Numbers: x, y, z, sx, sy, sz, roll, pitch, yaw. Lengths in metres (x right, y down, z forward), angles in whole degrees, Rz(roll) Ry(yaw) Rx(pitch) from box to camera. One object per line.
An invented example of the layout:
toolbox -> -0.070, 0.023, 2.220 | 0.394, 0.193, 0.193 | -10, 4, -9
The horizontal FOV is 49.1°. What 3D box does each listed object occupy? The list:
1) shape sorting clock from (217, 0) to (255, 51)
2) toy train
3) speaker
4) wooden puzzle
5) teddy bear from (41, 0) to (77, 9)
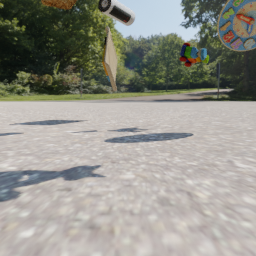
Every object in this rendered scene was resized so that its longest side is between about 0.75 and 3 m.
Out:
shape sorting clock -> 3.264, -2.876, 7.465 | 1.767, 1.767, 0.347 | 0, 42, -3
toy train -> 2.186, -2.167, 8.767 | 0.760, 0.556, 1.314 | 14, -2, 32
speaker -> -0.285, -3.254, 7.817 | 0.469, 0.469, 1.154 | 5, 1, 35
wooden puzzle -> -0.709, -2.634, 10.836 | 0.348, 1.867, 1.727 | -5, -27, 6
teddy bear -> -1.535, -3.196, 6.366 | 1.387, 0.638, 1.912 | 11, 29, 0
